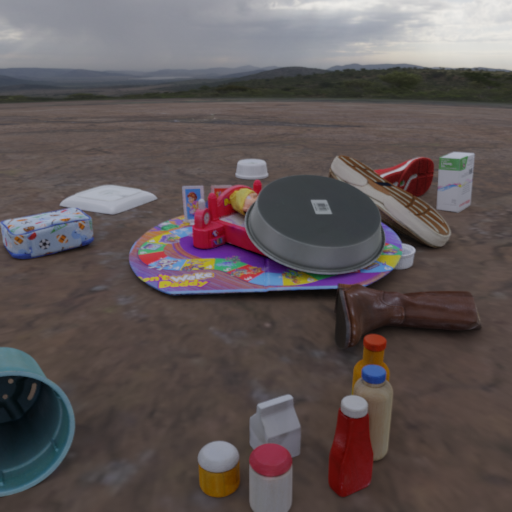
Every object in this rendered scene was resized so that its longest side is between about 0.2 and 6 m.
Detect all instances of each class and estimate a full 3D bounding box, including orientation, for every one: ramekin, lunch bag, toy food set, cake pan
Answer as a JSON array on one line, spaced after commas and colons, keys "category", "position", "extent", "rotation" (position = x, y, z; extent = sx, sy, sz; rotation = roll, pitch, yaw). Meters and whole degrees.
[{"category": "ramekin", "position": [2.696, 0.016, 10.701], "extent": [0.643, 0.314, 0.643], "rotation": [-3, 23, 1]}, {"category": "lunch bag", "position": [-4.329, -0.516, 11.715], "extent": [1.788, 0.675, 1.433], "rotation": [-14, 22, -31]}, {"category": "toy food set", "position": [0.558, 1.596, 5.421], "extent": [2.263, 1.018, 1.080], "rotation": [-10, 23, -26]}, {"category": "cake pan", "position": [1.110, -0.691, 10.221], "extent": [2.616, 0.480, 2.616], "rotation": [4, 40, -4]}, {"category": "ramekin", "position": [-0.142, -2.827, 18.202], "extent": [1.076, 0.501, 1.076], "rotation": [0, 19, 0]}]

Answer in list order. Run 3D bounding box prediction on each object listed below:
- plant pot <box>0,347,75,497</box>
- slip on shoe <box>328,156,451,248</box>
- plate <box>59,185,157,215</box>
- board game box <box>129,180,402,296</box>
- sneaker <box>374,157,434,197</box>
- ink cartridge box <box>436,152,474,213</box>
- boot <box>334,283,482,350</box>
[{"category": "plant pot", "position": [-2.540, 1.524, 5.586], "extent": [1.218, 1.218, 1.193], "rotation": [-10, 14, -26]}, {"category": "slip on shoe", "position": [2.841, -1.058, 12.742], "extent": [1.345, 1.072, 3.538], "rotation": [-1, 34, -43]}, {"category": "plate", "position": [-3.953, -1.571, 15.083], "extent": [1.885, 0.305, 1.881], "rotation": [11, 22, 25]}, {"category": "board game box", "position": [0.149, -0.671, 10.894], "extent": [5.311, 1.034, 4.196], "rotation": [-2, 23, 2]}, {"category": "sneaker", "position": [3.584, -2.248, 15.728], "extent": [3.016, 1.182, 1.742], "rotation": [-17, 27, -41]}, {"category": "ink cartridge box", "position": [5.139, -1.908, 14.449], "extent": [0.580, 1.381, 1.000], "rotation": [12, 23, 38]}, {"category": "boot", "position": [2.220, 0.866, 7.924], "extent": [2.173, 0.698, 2.025], "rotation": [7, 17, 7]}]
